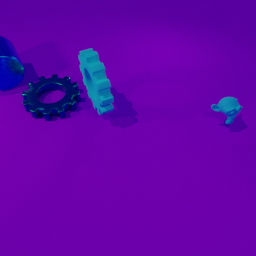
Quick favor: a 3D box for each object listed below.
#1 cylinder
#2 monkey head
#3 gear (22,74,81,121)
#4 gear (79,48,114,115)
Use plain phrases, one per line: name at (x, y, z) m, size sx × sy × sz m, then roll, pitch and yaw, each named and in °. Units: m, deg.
cylinder at (-4.456, -2.255, 9.703) m, size 1.387 × 1.387 × 1.387 m, roll -22°, pitch 54°, yaw -17°
monkey head at (2.986, -0.541, 8.359) m, size 1.028 × 0.740 × 0.620 m, roll -14°, pitch 41°, yaw -23°
gear at (-2.559, -1.062, 9.413) m, size 1.867 × 0.345 × 1.867 m, roll 0°, pitch 51°, yaw 0°
gear at (-0.991, -1.392, 8.583) m, size 0.364 × 1.969 × 1.969 m, roll -20°, pitch 54°, yaw -15°
